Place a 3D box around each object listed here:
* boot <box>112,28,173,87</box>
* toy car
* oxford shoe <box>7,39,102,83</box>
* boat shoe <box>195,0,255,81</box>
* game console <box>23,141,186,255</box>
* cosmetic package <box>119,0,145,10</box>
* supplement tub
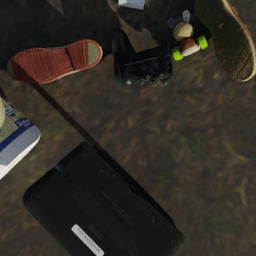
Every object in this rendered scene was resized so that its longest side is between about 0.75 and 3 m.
[{"bbox_3d":[0.346,-1.831,7.007,1.410,0.637,1.721,-9,73,15],"label":"boot"},{"bbox_3d":[1.428,-2.371,7.104,0.845,0.812,1.029,-21,97,21],"label":"toy car"},{"bbox_3d":[-1.807,-1.651,7.154,2.437,0.911,0.859,-8,103,5],"label":"oxford shoe"},{"bbox_3d":[2.636,-2.403,7.119,0.868,0.925,2.569,-12,75,-39],"label":"boat shoe"},{"bbox_3d":[-0.352,1.730,5.749,2.733,1.591,2.404,42,57,7],"label":"game console"},{"bbox_3d":[0.169,-3.838,7.819,0.701,0.240,0.930,11,81,-1],"label":"cosmetic package"},{"bbox_3d":[-3.491,-0.117,6.065,2.658,1.919,1.919,45,83,-8],"label":"supplement tub"}]
